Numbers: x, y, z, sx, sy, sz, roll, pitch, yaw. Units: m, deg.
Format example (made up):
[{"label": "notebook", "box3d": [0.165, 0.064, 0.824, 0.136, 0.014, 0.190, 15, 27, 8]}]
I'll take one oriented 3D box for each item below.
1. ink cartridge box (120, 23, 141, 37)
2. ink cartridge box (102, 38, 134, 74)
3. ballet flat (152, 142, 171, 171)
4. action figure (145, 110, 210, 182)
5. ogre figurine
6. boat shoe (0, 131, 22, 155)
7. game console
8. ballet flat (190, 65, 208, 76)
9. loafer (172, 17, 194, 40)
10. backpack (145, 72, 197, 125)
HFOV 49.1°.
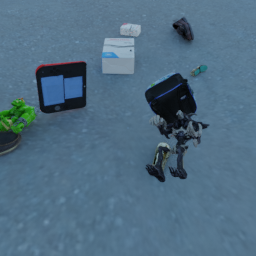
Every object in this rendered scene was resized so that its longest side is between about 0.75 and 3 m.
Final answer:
[{"label": "ink cartridge box", "box3d": [0.132, -4.919, 14.033, 0.894, 0.370, 0.655, 12, 43, 13]}, {"label": "ink cartridge box", "box3d": [-0.384, -3.150, 11.747, 1.293, 0.745, 2.233, 0, 41, 0]}, {"label": "ballet flat", "box3d": [0.913, 0.707, 7.580, 0.431, 0.478, 1.271, 11, 42, 14]}, {"label": "action figure", "box3d": [0.851, 0.137, 4.770, 0.908, 0.779, 1.528, 1, 48, 28]}, {"label": "ogre figurine", "box3d": [-3.416, -0.331, 8.484, 1.782, 0.874, 1.068, -15, 21, 50]}, {"label": "boat shoe", "box3d": [-3.956, 0.378, 7.757, 1.872, 0.686, 0.697, -12, 46, -10]}, {"label": "game console", "box3d": [-2.021, -1.228, 8.668, 1.520, 1.719, 0.267, -9, 44, -19]}, {"label": "ballet flat", "box3d": [2.798, -2.326, 11.196, 0.862, 0.292, 0.324, -31, 34, -27]}, {"label": "loafer", "box3d": [2.675, -4.755, 13.672, 0.734, 0.838, 2.332, -16, 34, 11]}, {"label": "backpack", "box3d": [1.224, -0.785, 7.730, 1.208, 1.320, 0.970, -30, 41, 14]}]
